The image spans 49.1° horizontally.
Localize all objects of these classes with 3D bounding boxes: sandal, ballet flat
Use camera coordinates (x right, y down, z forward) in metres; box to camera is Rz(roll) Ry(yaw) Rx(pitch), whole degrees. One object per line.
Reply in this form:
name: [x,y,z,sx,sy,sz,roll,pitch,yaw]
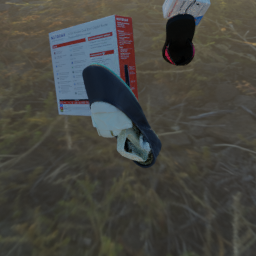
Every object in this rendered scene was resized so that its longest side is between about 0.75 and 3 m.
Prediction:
sandal: [1.171,-1.792,6.366,0.792,2.110,0.476,-10,78,9]
ballet flat: [-0.065,-0.028,4.187,0.745,2.040,0.745,-19,45,20]

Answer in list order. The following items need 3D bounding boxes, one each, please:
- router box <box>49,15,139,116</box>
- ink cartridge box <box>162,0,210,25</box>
router box: [-0.826,-1.285,6.359,2.236,2.006,0.546,5,15,41]
ink cartridge box: [1.915,-4.055,9.335,1.284,0.937,0.541,5,62,-15]
